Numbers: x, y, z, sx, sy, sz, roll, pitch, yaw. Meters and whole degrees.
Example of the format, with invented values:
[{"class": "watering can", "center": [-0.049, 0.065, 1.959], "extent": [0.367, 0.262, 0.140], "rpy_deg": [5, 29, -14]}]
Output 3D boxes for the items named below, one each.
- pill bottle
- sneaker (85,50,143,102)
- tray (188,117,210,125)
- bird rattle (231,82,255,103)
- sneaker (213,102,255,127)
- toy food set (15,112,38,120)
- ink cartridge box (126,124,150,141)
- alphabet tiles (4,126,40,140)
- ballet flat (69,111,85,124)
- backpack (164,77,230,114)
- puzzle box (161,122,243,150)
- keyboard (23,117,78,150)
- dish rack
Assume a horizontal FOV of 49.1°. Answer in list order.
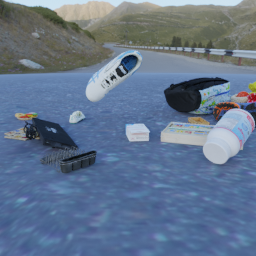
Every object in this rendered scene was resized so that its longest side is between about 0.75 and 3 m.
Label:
[{"class": "pill bottle", "center": [2.594, 0.212, 7.252], "extent": [0.848, 0.848, 1.559], "rpy_deg": [12, 41, 41]}, {"class": "sneaker", "center": [-0.516, -1.874, 9.893], "extent": [2.483, 0.892, 0.900], "rpy_deg": [-43, 14, -6]}, {"class": "tray", "center": [2.848, -0.236, 11.311], "extent": [0.521, 0.195, 1.055], "rpy_deg": [-2, 14, -6]}, {"class": "bird rattle", "center": [6.831, -1.643, 15.865], "extent": [1.913, 1.322, 2.346], "rpy_deg": [-4, 23, 33]}, {"class": "sneaker", "center": [4.943, -0.608, 11.155], "extent": [2.851, 1.074, 1.118], "rpy_deg": [14, 15, 39]}, {"class": "toy food set", "center": [-4.467, -0.538, 12.430], "extent": [0.897, 0.220, 0.906], "rpy_deg": [-13, 19, -43]}, {"class": "ink cartridge box", "center": [0.314, 0.171, 9.289], "extent": [0.647, 0.382, 1.125], "rpy_deg": [-2, 14, -8]}, {"class": "alphabet tiles", "center": [-3.407, 0.142, 10.063], "extent": [1.505, 0.057, 1.808], "rpy_deg": [6, 16, 22]}, {"class": "ballet flat", "center": [-2.143, -0.511, 11.918], "extent": [0.451, 0.451, 1.299], "rpy_deg": [2, 14, 9]}, {"class": "backpack", "center": [3.578, -1.572, 13.462], "extent": [2.810, 2.160, 2.292], "rpy_deg": [-30, 20, -23]}, {"class": "puzzle box", "center": [2.472, 0.206, 9.282], "extent": [2.497, 0.317, 1.661], "rpy_deg": [5, 16, 19]}, {"class": "keyboard", "center": [-2.701, 0.261, 9.136], "extent": [1.505, 0.573, 2.892], "rpy_deg": [17, 6, -27]}, {"class": "dish rack", "center": [-1.559, 0.740, 7.102], "extent": [1.355, 0.370, 1.039], "rpy_deg": [13, 18, 43]}]
